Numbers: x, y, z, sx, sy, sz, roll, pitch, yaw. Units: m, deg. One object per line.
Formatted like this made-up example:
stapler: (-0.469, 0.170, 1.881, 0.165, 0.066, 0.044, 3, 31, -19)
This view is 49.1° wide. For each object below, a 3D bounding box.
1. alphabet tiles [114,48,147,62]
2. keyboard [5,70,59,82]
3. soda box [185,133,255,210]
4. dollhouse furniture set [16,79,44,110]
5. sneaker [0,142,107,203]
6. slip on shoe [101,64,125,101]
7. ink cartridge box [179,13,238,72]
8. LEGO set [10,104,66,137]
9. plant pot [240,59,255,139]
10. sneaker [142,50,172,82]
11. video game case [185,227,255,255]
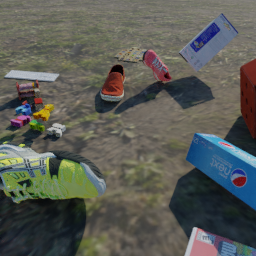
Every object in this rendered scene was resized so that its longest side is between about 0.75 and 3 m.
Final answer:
alphabet tiles: (0.304, -3.691, 14.110, 1.639, 0.062, 1.970, 11, 34, 17)
keyboard: (-4.020, -2.183, 11.718, 2.204, 0.117, 0.620, 6, 33, 10)
soda box: (2.268, 0.865, 6.009, 0.700, 0.740, 2.183, 6, 19, -32)
dollhouse furniture set: (-3.396, -1.140, 9.672, 0.754, 0.570, 1.401, -12, 35, -18)
sneaker: (-1.834, 1.127, 5.859, 2.982, 1.124, 1.139, 4, 39, 25)
slip on shoe: (-0.519, -1.684, 10.389, 0.864, 0.714, 2.332, 6, 36, 5)
ink cartridge box: (3.327, -3.514, 11.634, 2.269, 1.129, 0.445, -42, 7, 8)
LEGO set: (-2.614, -0.370, 8.395, 1.780, 0.679, 0.730, 14, 35, 18)
plant pot: (4.434, -0.886, 7.882, 2.139, 2.427, 2.425, -8, 31, 12)
sneaker: (1.193, -2.369, 10.695, 0.729, 1.682, 0.620, 31, 82, 44)
video game case: (1.946, 2.589, 4.224, 2.362, 0.206, 1.689, 14, 35, 20)
